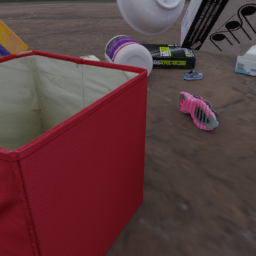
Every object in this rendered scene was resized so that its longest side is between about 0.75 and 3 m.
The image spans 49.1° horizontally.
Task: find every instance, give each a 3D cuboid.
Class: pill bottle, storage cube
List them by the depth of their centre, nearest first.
[{"bbox_3d":[-1.303,0.482,4.043,2.372,2.494,2.775,15,33,25],"label":"storage cube"},{"bbox_3d":[-0.079,-2.785,10.996,1.441,1.441,2.563,-7,31,-13],"label":"pill bottle"}]

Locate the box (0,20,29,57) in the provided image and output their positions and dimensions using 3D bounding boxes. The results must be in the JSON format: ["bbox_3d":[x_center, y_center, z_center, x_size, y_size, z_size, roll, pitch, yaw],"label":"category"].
[{"bbox_3d":[-3.097,-1.965,5.086,1.330,2.233,0.463,-9,51,38],"label":"box"}]

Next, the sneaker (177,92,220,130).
[{"bbox_3d":[2.121,-0.525,7.841,0.868,0.719,1.820,2,28,-21],"label":"sneaker"}]

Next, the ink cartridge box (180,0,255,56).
[{"bbox_3d":[1.695,-2.023,4.081,1.254,0.590,2.668,7,-15,-3],"label":"ink cartridge box"}]

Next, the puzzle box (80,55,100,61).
[{"bbox_3d":[-1.776,-3.175,13.057,0.685,0.131,1.029,-12,31,-20],"label":"puzzle box"}]

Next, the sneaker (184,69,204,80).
[{"bbox_3d":[2.558,-2.072,10.796,0.828,0.396,0.328,-8,30,-14],"label":"sneaker"}]

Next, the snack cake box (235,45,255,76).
[{"bbox_3d":[5.877,-2.897,11.772,2.646,0.889,1.522,-25,36,-37],"label":"snack cake box"}]

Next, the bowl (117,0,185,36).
[{"bbox_3d":[0.599,-2.707,5.612,1.576,1.576,0.708,-15,14,-26],"label":"bowl"}]

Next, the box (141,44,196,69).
[{"bbox_3d":[1.744,-3.351,12.908,2.405,0.592,2.490,4,29,3],"label":"box"}]
